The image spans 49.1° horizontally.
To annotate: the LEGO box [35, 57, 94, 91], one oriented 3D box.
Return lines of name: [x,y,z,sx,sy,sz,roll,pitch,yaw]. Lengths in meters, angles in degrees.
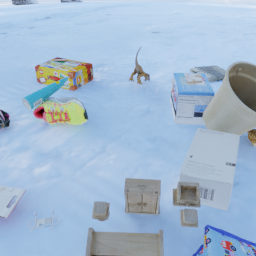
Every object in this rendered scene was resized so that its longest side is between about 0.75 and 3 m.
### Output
LEGO box: [-3.461,-3.020,15.385,2.526,0.975,1.881,15,34,23]

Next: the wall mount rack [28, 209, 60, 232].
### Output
wall mount rack: [-2.151,2.401,7.089,0.792,0.295,0.688,-6,32,-8]

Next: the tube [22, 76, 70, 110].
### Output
tube: [-3.405,-1.530,11.854,2.204,0.555,0.853,-41,13,-36]

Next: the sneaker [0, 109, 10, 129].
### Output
sneaker: [-5.399,-0.482,11.594,0.869,0.809,2.014,-5,37,-33]

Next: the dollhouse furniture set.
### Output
dollhouse furniture set: [0.415,2.791,6.311,2.502,1.433,2.934,2,55,4]

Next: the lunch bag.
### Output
lunch bag: [2.595,3.179,5.184,2.536,1.193,1.909,13,30,4]

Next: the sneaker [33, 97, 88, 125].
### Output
sneaker: [-2.769,-0.523,11.324,2.683,1.049,1.211,8,31,35]

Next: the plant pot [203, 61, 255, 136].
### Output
plant pot: [3.885,-0.723,9.891,2.372,2.171,2.372,10,56,-15]

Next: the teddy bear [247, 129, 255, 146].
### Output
teddy bear: [5.148,0.505,10.107,1.698,0.567,1.231,2,38,-12]

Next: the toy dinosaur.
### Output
toy dinosaur: [0.527,-3.072,14.743,0.746,2.471,1.312,12,75,21]

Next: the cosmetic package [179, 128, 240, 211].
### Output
cosmetic package: [2.508,1.112,8.486,1.450,1.042,2.569,10,33,19]

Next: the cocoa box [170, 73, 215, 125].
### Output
cocoa box: [2.699,-1.328,12.098,1.502,1.478,2.252,2,31,3]

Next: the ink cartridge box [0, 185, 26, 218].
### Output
ink cartridge box: [-3.838,2.031,7.524,1.959,0.493,1.067,6,32,8]

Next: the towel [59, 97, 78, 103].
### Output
towel: [-2.715,-1.087,12.798,0.893,0.382,0.739,-3,33,-8]

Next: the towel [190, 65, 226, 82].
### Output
towel: [4.930,-3.277,16.422,2.004,0.360,2.082,-11,32,-17]
